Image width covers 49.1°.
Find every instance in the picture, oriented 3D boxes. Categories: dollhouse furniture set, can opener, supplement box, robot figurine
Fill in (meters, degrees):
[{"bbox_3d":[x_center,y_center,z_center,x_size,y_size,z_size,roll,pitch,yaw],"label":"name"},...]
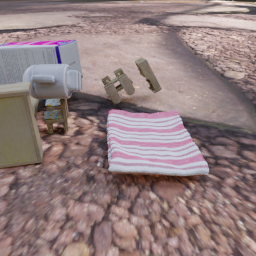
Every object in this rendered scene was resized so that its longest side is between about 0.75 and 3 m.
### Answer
[{"bbox_3d":[-2.911,-0.588,7.361,2.461,1.866,2.808,-7,30,-9],"label":"dollhouse furniture set"},{"bbox_3d":[-2.630,-0.994,9.487,2.213,0.736,0.583,-29,41,-28],"label":"can opener"},{"bbox_3d":[0.085,-1.467,9.766,1.750,1.163,1.534,-31,23,2],"label":"dollhouse furniture set"},{"bbox_3d":[-3.075,-2.141,9.378,2.655,1.372,1.344,1,26,15],"label":"supplement box"},{"bbox_3d":[-2.002,-1.194,7.238,1.566,0.884,1.328,-1,0,3],"label":"robot figurine"}]

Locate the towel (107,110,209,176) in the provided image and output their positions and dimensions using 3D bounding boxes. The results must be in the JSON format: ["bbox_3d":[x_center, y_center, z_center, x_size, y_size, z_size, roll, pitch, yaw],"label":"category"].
[{"bbox_3d":[0.558,0.227,7.107,2.171,0.444,2.967,1,26,-5],"label":"towel"}]
